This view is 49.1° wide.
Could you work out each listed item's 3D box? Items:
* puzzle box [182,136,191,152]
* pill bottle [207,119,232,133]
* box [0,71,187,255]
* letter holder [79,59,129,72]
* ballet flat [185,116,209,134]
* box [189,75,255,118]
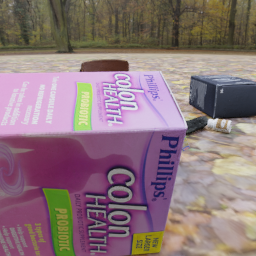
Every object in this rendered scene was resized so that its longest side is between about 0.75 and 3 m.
[{"bbox_3d":[1.085,0.433,7.352,0.951,0.633,0.121,-23,14,7],"label":"puzzle box"},{"bbox_3d":[3.192,-0.092,9.780,0.750,0.429,0.429,11,21,29],"label":"pill bottle"},{"bbox_3d":[-0.902,0.636,3.970,2.852,2.508,1.379,-3,38,-8],"label":"box"},{"bbox_3d":[-1.416,-2.995,16.032,2.709,1.925,1.362,-7,20,-18],"label":"letter holder"},{"bbox_3d":[2.136,-0.019,9.783,1.698,0.482,0.564,-13,62,-29],"label":"ballet flat"},{"bbox_3d":[4.115,-1.470,12.297,2.002,1.411,2.706,-3,19,-8],"label":"box"}]
